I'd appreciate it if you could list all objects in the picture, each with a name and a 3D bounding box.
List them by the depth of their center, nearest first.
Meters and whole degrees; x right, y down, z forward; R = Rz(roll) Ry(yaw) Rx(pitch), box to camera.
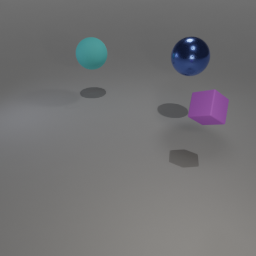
[{"bbox_3d":[2.093,-0.517,7.286,0.700,0.700,0.700,23,-16,-38],"label":"cube"},{"bbox_3d":[2.264,-2.593,10.182,1.400,1.400,1.400,0,29,0],"label":"ball"},{"bbox_3d":[-1.624,-3.319,12.507,1.400,1.400,1.400,0,29,0],"label":"ball"}]
